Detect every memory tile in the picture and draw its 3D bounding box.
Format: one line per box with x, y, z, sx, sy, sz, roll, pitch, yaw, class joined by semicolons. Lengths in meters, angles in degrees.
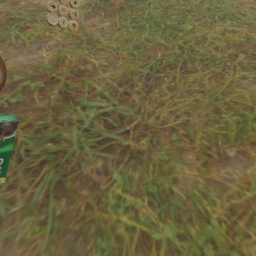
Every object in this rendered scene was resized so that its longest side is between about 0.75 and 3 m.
-2.056;-3.954;9.007;1.180;1.540;0.129;4;0;-42;memory tile

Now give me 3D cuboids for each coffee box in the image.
-2.454;0.431;4.841;0.308;1.399;0.860;36;25;29;coffee box

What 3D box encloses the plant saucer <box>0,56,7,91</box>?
-3.906;-1.146;6.618;2.028;2.028;0.371;-19;55;-18;plant saucer
